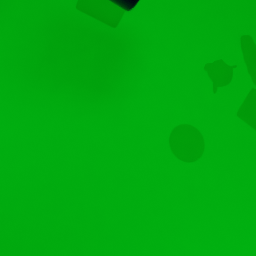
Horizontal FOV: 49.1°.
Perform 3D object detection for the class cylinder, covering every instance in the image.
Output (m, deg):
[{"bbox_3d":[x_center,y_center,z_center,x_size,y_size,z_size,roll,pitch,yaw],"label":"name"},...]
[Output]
[{"bbox_3d":[-0.197,-2.923,4.901,1.239,1.239,1.239,26,77,-17],"label":"cylinder"}]
